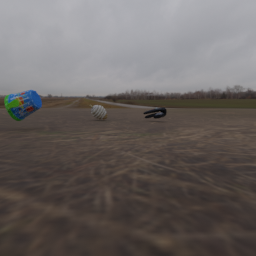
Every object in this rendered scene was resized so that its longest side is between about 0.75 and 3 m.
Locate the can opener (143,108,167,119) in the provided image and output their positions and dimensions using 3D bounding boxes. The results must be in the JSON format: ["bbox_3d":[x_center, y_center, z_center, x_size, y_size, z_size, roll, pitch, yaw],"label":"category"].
[{"bbox_3d":[1.120,-0.639,11.916,0.535,0.432,1.362,-15,9,-34],"label":"can opener"}]

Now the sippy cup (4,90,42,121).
[{"bbox_3d":[-2.996,-0.718,8.170,0.794,0.851,1.084,-20,38,10],"label":"sippy cup"}]

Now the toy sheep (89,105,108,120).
[{"bbox_3d":[-1.338,-0.725,12.600,0.993,0.684,0.684,32,-6,-18],"label":"toy sheep"}]
